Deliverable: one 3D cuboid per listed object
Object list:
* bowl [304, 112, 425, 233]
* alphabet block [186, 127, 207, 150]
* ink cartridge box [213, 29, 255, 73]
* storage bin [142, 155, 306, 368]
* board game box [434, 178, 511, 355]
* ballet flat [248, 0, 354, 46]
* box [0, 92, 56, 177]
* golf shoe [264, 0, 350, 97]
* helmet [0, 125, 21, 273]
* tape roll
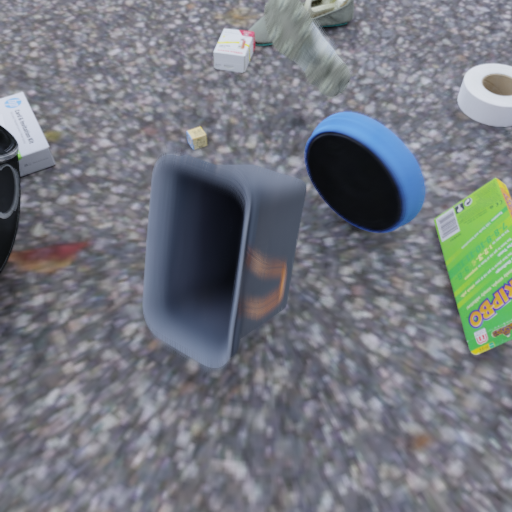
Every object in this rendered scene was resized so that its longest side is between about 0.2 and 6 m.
[{"bbox_3d":[1.495,-1.131,8.082,1.933,1.933,0.379,36,65,24],"label":"bowl"},{"bbox_3d":[-1.065,-2.109,10.052,0.279,0.272,0.274,-23,58,-15],"label":"alphabet block"},{"bbox_3d":[-0.448,-4.280,11.648,0.684,0.393,0.942,10,53,7],"label":"ink cartridge box"},{"bbox_3d":[-0.192,-0.050,6.622,1.640,2.254,1.514,23,27,32],"label":"storage bin"},{"bbox_3d":[3.243,0.137,7.796,0.362,1.154,2.415,26,45,-27],"label":"board game box"},{"bbox_3d":[0.963,-5.300,12.172,2.571,0.819,0.866,-19,55,-14],"label":"ballet flat"},{"bbox_3d":[-4.892,-1.880,9.755,2.272,0.468,1.772,-23,56,-18],"label":"box"},{"bbox_3d":[0.861,-3.512,9.445,1.930,0.756,0.939,54,22,-3],"label":"golf shoe"},{"bbox_3d":[-4.621,-0.430,7.002,3.161,3.013,3.161,25,17,-8],"label":"helmet"},{"bbox_3d":[4.584,-3.065,10.653,1.371,0.479,1.371,0,52,0],"label":"tape roll"}]
